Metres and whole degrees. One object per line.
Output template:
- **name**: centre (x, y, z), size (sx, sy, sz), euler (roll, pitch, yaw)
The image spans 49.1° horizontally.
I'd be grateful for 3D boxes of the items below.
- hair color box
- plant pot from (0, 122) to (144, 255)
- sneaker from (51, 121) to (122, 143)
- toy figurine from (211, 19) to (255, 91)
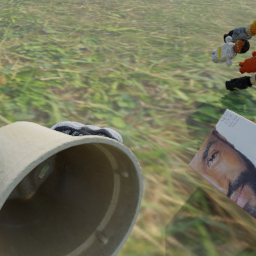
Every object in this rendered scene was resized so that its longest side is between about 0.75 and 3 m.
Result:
- **hair color box**: centre (2.659, 0.943, 5.239), size (0.860, 1.491, 2.689), euler (24, 11, -46)
- **plant pot**: centre (-1.513, 1.054, 4.972), size (2.659, 2.659, 2.434), euler (-28, 34, -32)
- **sneaker**: centre (-1.199, 0.485, 6.809), size (1.984, 0.749, 1.129), euler (6, 43, 13)
- **toy figurine**: centre (3.927, -2.366, 9.323), size (1.360, 1.924, 1.954), euler (-9, 30, 51)
